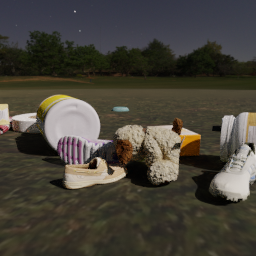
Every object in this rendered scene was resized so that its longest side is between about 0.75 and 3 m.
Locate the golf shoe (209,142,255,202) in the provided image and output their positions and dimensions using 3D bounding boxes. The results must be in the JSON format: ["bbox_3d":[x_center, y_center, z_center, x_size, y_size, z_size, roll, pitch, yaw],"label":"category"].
[{"bbox_3d":[1.852,0.687,4.826,0.643,0.799,1.643,9,15,32],"label":"golf shoe"}]

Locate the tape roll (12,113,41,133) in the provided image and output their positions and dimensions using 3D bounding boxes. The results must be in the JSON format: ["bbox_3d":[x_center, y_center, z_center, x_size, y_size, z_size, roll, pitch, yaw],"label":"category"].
[{"bbox_3d":[-3.200,-0.246,10.925,2.523,0.461,2.523,-1,10,0],"label":"tape roll"}]

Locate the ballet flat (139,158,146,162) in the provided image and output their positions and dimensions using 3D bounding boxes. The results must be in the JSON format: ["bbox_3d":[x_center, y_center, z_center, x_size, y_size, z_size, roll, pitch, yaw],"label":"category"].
[{"bbox_3d":[0.281,0.581,6.733,0.383,0.382,1.144,29,-1,-21],"label":"ballet flat"}]

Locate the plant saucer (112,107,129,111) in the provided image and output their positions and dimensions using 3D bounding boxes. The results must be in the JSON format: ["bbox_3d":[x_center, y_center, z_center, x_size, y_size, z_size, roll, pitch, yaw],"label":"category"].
[{"bbox_3d":[-0.455,-1.135,16.691,1.056,0.190,1.056,0,10,0],"label":"plant saucer"}]

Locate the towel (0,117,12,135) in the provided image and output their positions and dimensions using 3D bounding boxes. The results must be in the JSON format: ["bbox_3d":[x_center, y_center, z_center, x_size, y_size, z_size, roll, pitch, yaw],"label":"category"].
[{"bbox_3d":[-5.399,-0.066,10.461,2.009,0.317,2.789,0,12,-9],"label":"towel"}]

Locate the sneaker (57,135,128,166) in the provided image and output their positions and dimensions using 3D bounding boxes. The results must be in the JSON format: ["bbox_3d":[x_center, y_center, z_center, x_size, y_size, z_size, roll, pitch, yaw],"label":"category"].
[{"bbox_3d":[-0.741,0.524,6.303,1.683,0.677,0.744,8,7,11],"label":"sneaker"}]

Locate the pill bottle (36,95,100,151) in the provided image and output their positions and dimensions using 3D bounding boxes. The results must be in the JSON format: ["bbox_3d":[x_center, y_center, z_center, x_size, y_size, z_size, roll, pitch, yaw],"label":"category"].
[{"bbox_3d":[-1.845,-0.209,7.996,1.433,1.433,2.575,-5,12,-24],"label":"pill bottle"}]

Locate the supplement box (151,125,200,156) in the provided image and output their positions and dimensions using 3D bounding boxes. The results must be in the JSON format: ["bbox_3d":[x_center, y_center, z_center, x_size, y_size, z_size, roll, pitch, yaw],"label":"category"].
[{"bbox_3d":[1.153,0.324,7.475,0.948,0.553,1.504,-2,10,-13],"label":"supplement box"}]

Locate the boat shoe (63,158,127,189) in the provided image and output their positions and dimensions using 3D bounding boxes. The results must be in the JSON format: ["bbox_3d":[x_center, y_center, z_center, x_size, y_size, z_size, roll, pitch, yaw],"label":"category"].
[{"bbox_3d":[-0.574,0.779,5.224,1.312,0.454,0.484,-7,13,-36],"label":"boat shoe"}]

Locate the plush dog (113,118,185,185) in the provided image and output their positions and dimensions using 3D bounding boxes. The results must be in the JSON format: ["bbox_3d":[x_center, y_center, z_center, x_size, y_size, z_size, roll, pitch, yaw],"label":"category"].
[{"bbox_3d":[0.334,0.305,5.465,1.278,1.194,1.488,10,11,0],"label":"plush dog"}]

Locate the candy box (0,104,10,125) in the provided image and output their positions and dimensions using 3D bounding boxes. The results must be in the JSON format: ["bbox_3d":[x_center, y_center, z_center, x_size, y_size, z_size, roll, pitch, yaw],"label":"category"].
[{"bbox_3d":[-5.402,-0.352,8.878,1.540,0.738,2.667,3,7,44],"label":"candy box"}]

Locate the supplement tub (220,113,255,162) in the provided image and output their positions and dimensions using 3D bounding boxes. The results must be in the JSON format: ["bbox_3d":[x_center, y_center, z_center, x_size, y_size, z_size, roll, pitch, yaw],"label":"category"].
[{"bbox_3d":[2.850,0.289,5.840,1.668,1.205,1.205,4,11,26],"label":"supplement tub"}]
